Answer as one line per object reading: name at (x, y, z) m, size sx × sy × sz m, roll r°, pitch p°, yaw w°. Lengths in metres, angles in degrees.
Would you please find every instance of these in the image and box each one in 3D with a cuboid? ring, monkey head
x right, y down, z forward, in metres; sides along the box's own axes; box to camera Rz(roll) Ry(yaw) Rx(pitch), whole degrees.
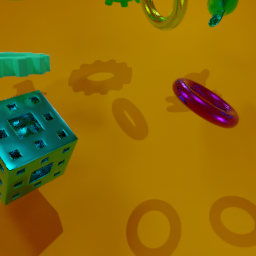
ring at (0.785, -3.096, 6.533) m, size 0.324 × 1.618 × 1.618 m, roll -26°, pitch 59°, yaw -23°
monkey head at (2.737, -3.509, 7.539) m, size 1.174 × 0.983 × 1.631 m, roll 24°, pitch 70°, yaw 39°
ring at (1.321, -0.444, 4.779) m, size 1.284 × 0.257 × 1.284 m, roll 26°, pitch 25°, yaw -13°

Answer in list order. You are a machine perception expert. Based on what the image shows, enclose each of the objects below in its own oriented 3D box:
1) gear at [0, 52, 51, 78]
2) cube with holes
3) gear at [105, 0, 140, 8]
gear at (-2.402, -1.249, 5.411) m, size 1.703 × 0.315 × 1.703 m, roll 1°, pitch 19°, yaw 0°
cube with holes at (-2.010, 0.349, 5.317) m, size 1.332 × 1.332 × 1.332 m, roll -27°, pitch 68°, yaw -41°
gear at (-0.228, -4.201, 7.650) m, size 1.987 × 1.987 × 0.368 m, roll 1°, pitch 68°, yaw 1°
